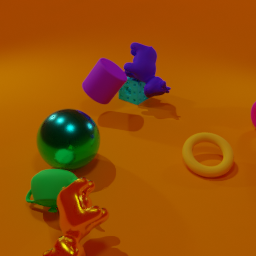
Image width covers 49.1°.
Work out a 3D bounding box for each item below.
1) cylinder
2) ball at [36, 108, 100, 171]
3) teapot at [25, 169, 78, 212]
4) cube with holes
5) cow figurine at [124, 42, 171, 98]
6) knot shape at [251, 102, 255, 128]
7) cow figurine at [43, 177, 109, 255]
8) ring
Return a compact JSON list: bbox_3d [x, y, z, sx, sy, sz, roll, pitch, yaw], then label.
[{"bbox_3d":[-0.641,-1.278,7.692,0.917,0.917,0.917,33,27,-19],"label":"cylinder"},{"bbox_3d":[-1.249,0.249,5.937,1.326,1.326,1.326,0,32,0],"label":"ball"},{"bbox_3d":[-1.258,1.138,4.978,1.406,0.874,0.688,-12,60,22],"label":"teapot"},{"bbox_3d":[0.228,-1.322,8.987,0.774,0.774,0.774,22,39,31],"label":"cube with holes"},{"bbox_3d":[0.630,-1.671,8.206,1.479,1.503,0.825,16,-8,4],"label":"cow figurine"},{"bbox_3d":[3.856,-0.166,6.825,1.426,0.704,1.524,28,-6,-6],"label":"knot shape"},{"bbox_3d":[-0.836,1.400,4.107,1.087,0.606,1.105,-33,64,2],"label":"cow figurine"},{"bbox_3d":[1.753,0.568,6.149,1.112,0.222,1.112,-1,53,2],"label":"ring"}]
